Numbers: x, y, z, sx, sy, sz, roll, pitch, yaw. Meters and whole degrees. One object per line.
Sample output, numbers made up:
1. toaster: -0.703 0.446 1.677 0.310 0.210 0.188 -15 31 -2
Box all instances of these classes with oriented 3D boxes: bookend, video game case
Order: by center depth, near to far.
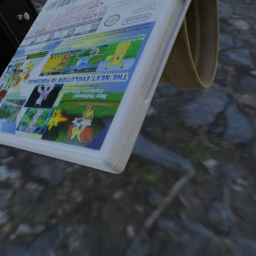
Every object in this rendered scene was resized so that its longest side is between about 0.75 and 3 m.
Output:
1. video game case: -0.586 -0.766 2.996 2.407 0.265 2.194 6 66 41
2. bookend: -3.025 -2.510 5.577 1.269 2.739 2.756 -2 46 21

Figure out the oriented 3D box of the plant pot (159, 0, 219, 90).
1. plant pot: 0.314 -1.578 4.303 1.784 2.056 2.056 1 52 29
